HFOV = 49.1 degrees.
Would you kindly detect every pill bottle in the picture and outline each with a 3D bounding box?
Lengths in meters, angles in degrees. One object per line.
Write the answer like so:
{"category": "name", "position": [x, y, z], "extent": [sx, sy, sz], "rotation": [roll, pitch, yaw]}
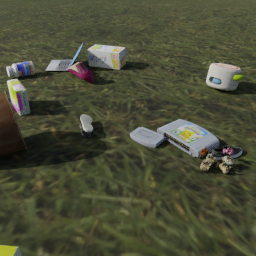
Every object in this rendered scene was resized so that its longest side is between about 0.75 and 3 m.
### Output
{"category": "pill bottle", "position": [-4.880, -2.648, 12.745], "extent": [1.117, 0.626, 0.626], "rotation": [-18, 36, -27]}

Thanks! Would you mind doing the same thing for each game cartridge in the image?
{"category": "game cartridge", "position": [0.567, 0.279, 8.377], "extent": [0.957, 0.194, 0.638], "rotation": [23, 35, 33]}
{"category": "game cartridge", "position": [1.805, 0.246, 8.319], "extent": [1.093, 0.332, 1.640], "rotation": [-19, 36, -34]}

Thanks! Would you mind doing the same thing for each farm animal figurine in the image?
{"category": "farm animal figurine", "position": [2.288, 0.864, 7.232], "extent": [0.867, 0.436, 0.700], "rotation": [5, 50, 2]}

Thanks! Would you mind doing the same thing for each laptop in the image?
{"category": "laptop", "position": [-3.108, -3.550, 13.849], "extent": [1.768, 1.024, 1.655], "rotation": [-1, 31, -2]}

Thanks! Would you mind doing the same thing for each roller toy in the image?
{"category": "roller toy", "position": [3.896, -2.068, 11.472], "extent": [1.258, 0.963, 1.379], "rotation": [9, 24, 1]}

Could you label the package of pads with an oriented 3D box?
{"category": "package of pads", "position": [-3.892, -1.130, 9.928], "extent": [0.423, 0.957, 1.239], "rotation": [-18, 35, -28]}

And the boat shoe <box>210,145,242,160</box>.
{"category": "boat shoe", "position": [2.714, 0.615, 7.667], "extent": [0.979, 0.324, 0.342], "rotation": [-8, 32, -13]}

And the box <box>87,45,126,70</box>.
{"category": "box", "position": [-1.037, -3.563, 14.013], "extent": [1.695, 0.859, 0.954], "rotation": [11, 34, 17]}

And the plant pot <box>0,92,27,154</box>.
{"category": "plant pot", "position": [-3.850, 0.099, 7.417], "extent": [1.785, 1.668, 1.668], "rotation": [-21, 37, -20]}

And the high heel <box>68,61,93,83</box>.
{"category": "high heel", "position": [-2.146, -2.441, 12.681], "extent": [0.691, 0.985, 2.049], "rotation": [-35, 19, -10]}

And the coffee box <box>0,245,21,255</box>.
{"category": "coffee box", "position": [-2.204, 2.471, 3.612], "extent": [1.372, 1.357, 1.370], "rotation": [3, 31, 4]}

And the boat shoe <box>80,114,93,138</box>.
{"category": "boat shoe", "position": [-1.316, -0.073, 8.808], "extent": [0.401, 0.327, 1.085], "rotation": [10, 27, -24]}
